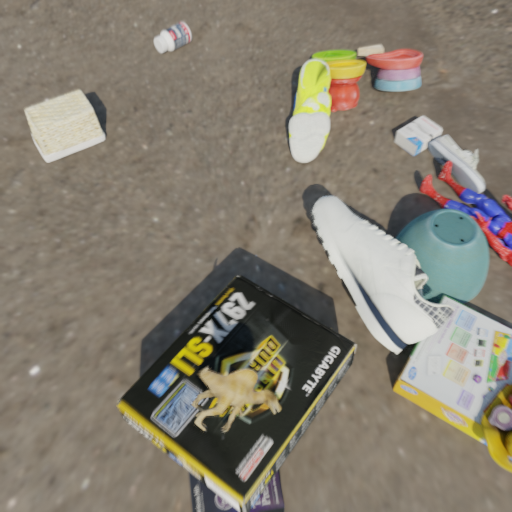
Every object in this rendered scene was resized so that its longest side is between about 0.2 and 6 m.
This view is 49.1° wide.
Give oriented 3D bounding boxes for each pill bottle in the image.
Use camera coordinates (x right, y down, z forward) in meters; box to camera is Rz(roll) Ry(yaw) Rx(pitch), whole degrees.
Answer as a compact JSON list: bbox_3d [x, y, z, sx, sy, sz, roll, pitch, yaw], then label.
[{"bbox_3d":[-2.187,-5.665,14.616,0.901,0.539,0.539,-38,63,-23],"label":"pill bottle"}]

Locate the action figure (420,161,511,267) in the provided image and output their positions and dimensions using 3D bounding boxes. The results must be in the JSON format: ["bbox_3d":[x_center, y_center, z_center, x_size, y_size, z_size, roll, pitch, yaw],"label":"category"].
[{"bbox_3d":[4.662,-0.696,11.006,1.005,0.794,3.072,-31,63,-23],"label":"action figure"}]

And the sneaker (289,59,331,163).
[{"bbox_3d":[1.226,-3.154,12.724,0.888,1.232,2.346,11,85,0],"label":"sneaker"}]

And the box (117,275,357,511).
[{"bbox_3d":[-0.219,1.877,8.317,2.287,0.707,2.865,29,57,24],"label":"box"}]

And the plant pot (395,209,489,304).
[{"bbox_3d":[3.443,-0.149,10.278,1.829,1.232,1.829,0,55,0],"label":"plant pot"}]

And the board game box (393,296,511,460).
[{"bbox_3d":[3.819,2.029,9.160,2.526,0.509,1.932,29,60,19],"label":"board game box"}]

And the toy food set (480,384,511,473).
[{"bbox_3d":[4.128,2.316,8.263,1.083,0.601,1.841,37,63,23],"label":"toy food set"}]

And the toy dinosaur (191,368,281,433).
[{"bbox_3d":[-0.417,1.746,7.134,0.912,1.804,0.525,-45,47,8],"label":"toy dinosaur"}]

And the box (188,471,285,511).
[{"bbox_3d":[-0.374,2.974,8.377,1.305,0.729,1.849,-9,55,-4],"label":"box"}]

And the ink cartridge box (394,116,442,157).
[{"bbox_3d":[3.656,-2.704,12.619,0.854,0.360,0.617,-32,61,-21],"label":"ink cartridge box"}]

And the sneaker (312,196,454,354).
[{"bbox_3d":[2.114,0.086,9.833,1.292,1.226,3.209,-38,62,19],"label":"sneaker"}]

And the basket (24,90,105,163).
[{"bbox_3d":[-4.264,-2.904,12.436,1.447,0.893,0.981,-27,58,-17],"label":"basket"}]

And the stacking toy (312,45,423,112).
[{"bbox_3d":[2.610,-4.371,13.753,2.559,1.081,2.316,-11,29,-11],"label":"stacking toy"}]

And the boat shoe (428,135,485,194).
[{"bbox_3d":[4.463,-2.039,11.971,0.708,0.613,1.660,-32,52,0],"label":"boat shoe"}]
